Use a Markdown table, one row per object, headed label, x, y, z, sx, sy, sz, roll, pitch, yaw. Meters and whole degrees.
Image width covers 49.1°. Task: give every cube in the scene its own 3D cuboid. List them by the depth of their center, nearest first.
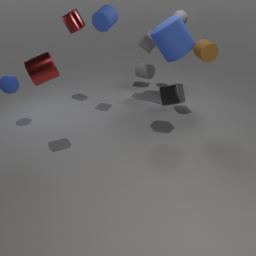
| label | x | y | z | sx | sy | sz | roll | pitch | yaw |
| --- | --- | --- | --- | --- | --- | --- | --- | --- | --- |
| cube | 1.632 | -1.213 | 10.280 | 0.700 | 0.700 | 0.700 | -8 | 6 | 29 |
| cube | 1.058 | -4.322 | 13.957 | 0.700 | 0.700 | 0.700 | 37 | 41 | -13 |

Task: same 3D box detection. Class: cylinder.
| label | x | y | z | sx | sy | sz | roll | pitch | yaw |
| --- | --- | --- | --- | --- | --- | --- | --- | --- | --- |
| cylinder | -2.280 | -1.568 | 7.448 | 0.700 | 0.700 | 0.700 | -26 | 34 | -7 |
| cylinder | -0.792 | -3.785 | 9.674 | 0.700 | 0.700 | 0.700 | 11 | 45 | 20 |
| cylinder | 2.912 | -2.907 | 10.520 | 0.700 | 0.700 | 0.700 | -6 | 32 | -11 |
| cylinder | -2.154 | -4.202 | 11.039 | 0.700 | 0.700 | 0.700 | -24 | 28 | 14 |
| cylinder | 1.871 | -3.731 | 11.736 | 1.400 | 1.400 | 1.400 | -32 | 23 | 15 |
| cylinder | 0.814 | -2.717 | 13.341 | 0.700 | 0.700 | 0.700 | -25 | 32 | -37 |

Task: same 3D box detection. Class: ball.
| label | x | y | z | sx | sy | sz | roll | pitch | yaw |
| --- | --- | --- | --- | --- | --- | --- | --- | --- | --- |
| ball | -4.391 | -1.622 | 10.362 | 0.700 | 0.700 | 0.700 | 0 | 29 | 0 |
| ball | 2.371 | -5.001 | 12.775 | 0.700 | 0.700 | 0.700 | 0 | 29 | 0 |
